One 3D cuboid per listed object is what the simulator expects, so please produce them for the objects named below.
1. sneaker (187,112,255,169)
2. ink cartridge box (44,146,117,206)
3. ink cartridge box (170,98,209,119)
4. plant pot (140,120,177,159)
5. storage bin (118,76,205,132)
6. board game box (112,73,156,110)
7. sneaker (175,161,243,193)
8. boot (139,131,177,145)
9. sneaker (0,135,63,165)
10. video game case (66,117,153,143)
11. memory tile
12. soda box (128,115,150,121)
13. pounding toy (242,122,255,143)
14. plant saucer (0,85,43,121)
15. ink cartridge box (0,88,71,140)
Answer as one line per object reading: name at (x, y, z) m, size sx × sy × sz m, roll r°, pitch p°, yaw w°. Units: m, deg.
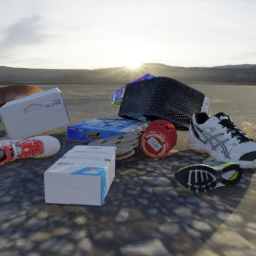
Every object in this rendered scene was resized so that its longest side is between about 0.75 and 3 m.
sneaker at (2.459, 0.209, 7.171) m, size 1.003 × 1.162 × 2.651 m, roll -5°, pitch 14°, yaw -30°
ink cartridge box at (-0.808, 0.843, 5.451) m, size 1.001 × 0.576 × 1.728 m, roll 1°, pitch 12°, yaw 7°
ink cartridge box at (2.640, -1.079, 13.776) m, size 1.756 × 1.030 × 2.399 m, roll -3°, pitch 13°, yaw -11°
plant pot at (0.773, 0.322, 7.352) m, size 0.903 × 0.903 × 0.823 m, roll 5°, pitch 21°, yaw 22°
storage bin at (1.037, -0.744, 9.504) m, size 1.796 × 1.245 × 2.657 m, roll 19°, pitch -8°, yaw -27°
board game box at (0.810, -1.304, 12.071) m, size 1.933 × 0.644 × 2.875 m, roll 19°, pitch -17°, yaw -25°
sneaker at (1.514, 0.915, 5.498) m, size 1.472 × 0.544 × 0.596 m, roll 3°, pitch 3°, yaw -25°
boot at (0.912, 0.207, 8.886) m, size 1.243 × 0.452 × 1.321 m, roll 2°, pitch 12°, yaw 4°
sneaker at (-2.566, 0.563, 6.905) m, size 1.730 × 0.578 × 0.927 m, roll -2°, pitch 12°, yaw 9°
video game case at (-0.529, 0.063, 9.473) m, size 2.273 × 0.516 × 2.060 m, roll 6°, pitch 12°, yaw 27°
memory tile at (-0.476, 0.502, 7.179) m, size 1.601 × 0.175 × 2.089 m, roll -15°, pitch 10°, yaw 12°
soda box at (0.494, -0.422, 12.104) m, size 1.311 × 0.421 × 0.445 m, roll -5°, pitch 13°, yaw -25°
pounding toy at (3.498, 0.366, 7.978) m, size 0.868 × 0.871 × 1.518 m, roll 14°, pitch 19°, yaw -32°
plant saucer at (-4.934, -0.925, 11.921) m, size 2.888 × 0.528 × 2.888 m, roll -17°, pitch -14°, yaw -4°
ink cartridge box at (-3.245, -0.571, 9.928) m, size 2.008 × 1.141 × 2.756 m, roll -18°, pitch 15°, yaw -13°
